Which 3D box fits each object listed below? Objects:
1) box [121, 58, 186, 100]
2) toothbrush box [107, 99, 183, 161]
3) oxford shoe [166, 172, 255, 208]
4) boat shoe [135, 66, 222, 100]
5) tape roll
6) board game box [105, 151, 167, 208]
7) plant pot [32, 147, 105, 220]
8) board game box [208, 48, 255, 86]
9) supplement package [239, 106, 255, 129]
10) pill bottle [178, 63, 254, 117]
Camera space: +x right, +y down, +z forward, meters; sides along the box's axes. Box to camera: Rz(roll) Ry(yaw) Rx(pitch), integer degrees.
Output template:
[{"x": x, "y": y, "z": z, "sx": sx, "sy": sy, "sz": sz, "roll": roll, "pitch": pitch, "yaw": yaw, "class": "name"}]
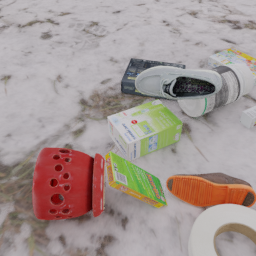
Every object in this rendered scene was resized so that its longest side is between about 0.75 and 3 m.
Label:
[{"x": 1.245, "y": -2.352, "z": 13.244, "sx": 2.802, "sy": 0.715, "sz": 2.209, "roll": 8, "pitch": 42, "yaw": 8, "class": "box"}, {"x": 0.608, "y": 0.027, "z": 10.435, "sx": 2.270, "sy": 0.977, "sz": 1.653, "roll": -21, "pitch": 46, "yaw": -19, "class": "toothbrush box"}, {"x": 2.498, "y": 1.831, "z": 8.690, "sx": 2.624, "sy": 0.936, "sz": 0.957, "roll": 10, "pitch": 22, "yaw": 7, "class": "oxford shoe"}, {"x": 1.542, "y": -1.462, "z": 9.251, "sx": 2.963, "sy": 1.034, "sz": 1.055, "roll": 4, "pitch": 23, "yaw": 21, "class": "boat shoe"}, {"x": 2.879, "y": 3.212, "z": 7.294, "sx": 2.619, "sy": 0.479, "sz": 2.619, "roll": 1, "pitch": 42, "yaw": 0, "class": "tape roll"}, {"x": 0.281, "y": 1.590, "z": 8.302, "sx": 2.283, "sy": 0.342, "sz": 1.090, "roll": 31, "pitch": 29, "yaw": -33, "class": "board game box"}, {"x": -1.565, "y": 1.557, "z": 7.993, "sx": 1.834, "sy": 2.014, "sz": 2.014, "roll": 0, "pitch": 42, "yaw": -4, "class": "plant pot"}, {"x": 5.754, "y": -3.168, "z": 14.322, "sx": 1.837, "sy": 0.468, "sz": 2.733, "roll": -26, "pitch": 48, "yaw": -26, "class": "board game box"}, {"x": 5.098, "y": -0.467, "z": 11.279, "sx": 1.000, "sy": 0.569, "sz": 0.548, "roll": -21, "pitch": 45, "yaw": -20, "class": "supplement package"}, {"x": 3.685, "y": -1.674, "z": 11.790, "sx": 2.972, "sy": 1.681, "sz": 1.681, "roll": -20, "pitch": 46, "yaw": -22, "class": "pill bottle"}]
